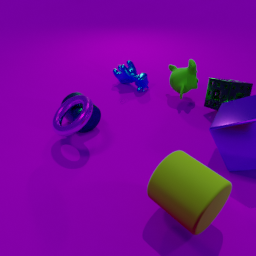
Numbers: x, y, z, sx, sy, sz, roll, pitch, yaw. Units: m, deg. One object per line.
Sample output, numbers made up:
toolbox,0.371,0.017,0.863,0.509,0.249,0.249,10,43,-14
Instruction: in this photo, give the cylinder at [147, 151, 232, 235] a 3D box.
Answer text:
cylinder,1.141,1.187,5.278,1.137,1.137,1.137,-30,48,-33

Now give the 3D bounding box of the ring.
ring,-1.429,-0.335,7.161,1.239,0.248,1.239,-20,46,22

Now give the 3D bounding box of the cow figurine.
cow figurine,0.138,-1.784,10.015,0.674,1.208,1.228,-43,18,-31

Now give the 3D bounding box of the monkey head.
monkey head,1.776,-1.661,9.014,0.889,1.062,1.476,-13,55,1

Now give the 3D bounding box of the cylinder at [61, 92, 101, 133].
cylinder,-1.360,-0.454,8.034,0.882,0.882,0.882,-23,44,-27

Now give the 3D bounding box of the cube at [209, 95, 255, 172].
cube,2.897,0.095,6.612,1.289,1.289,1.289,-14,24,40

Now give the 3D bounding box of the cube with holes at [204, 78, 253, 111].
cube with holes,2.983,-0.978,8.386,0.888,0.888,0.888,-1,17,-28
